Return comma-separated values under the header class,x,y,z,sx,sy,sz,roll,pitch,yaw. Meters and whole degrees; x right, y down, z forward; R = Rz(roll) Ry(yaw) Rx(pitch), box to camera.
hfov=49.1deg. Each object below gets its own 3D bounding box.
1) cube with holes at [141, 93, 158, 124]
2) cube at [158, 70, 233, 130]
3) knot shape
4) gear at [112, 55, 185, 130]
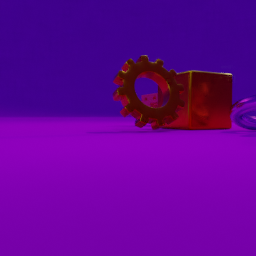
class,x,y,z,sx,sy,sz,roll,pitch,yaw
cube with holes,1.008,-0.601,8.916,0.855,0.855,0.855,-6,-8,27
cube,1.563,-0.617,6.683,1.267,1.267,1.267,-1,3,-27
knot shape,2.743,-0.604,5.001,1.667,0.823,1.781,-37,-16,0
gear,0.421,-0.693,5.420,1.437,1.437,0.266,-1,-16,-24
